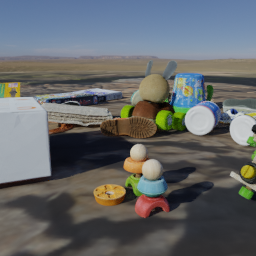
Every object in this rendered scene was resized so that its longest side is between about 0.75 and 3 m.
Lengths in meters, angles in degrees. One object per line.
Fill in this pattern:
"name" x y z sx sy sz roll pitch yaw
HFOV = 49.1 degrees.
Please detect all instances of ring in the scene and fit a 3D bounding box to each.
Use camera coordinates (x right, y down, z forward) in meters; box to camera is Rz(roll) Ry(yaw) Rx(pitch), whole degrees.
"ring" -2.863 -0.106 9.268 2.039 0.196 2.039 0 14 0

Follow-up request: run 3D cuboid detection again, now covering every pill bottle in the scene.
"pill bottle" 3.566 -0.030 7.723 1.466 0.816 0.816 -10 17 -35
"pill bottle" 2.442 -0.375 8.899 0.900 0.900 1.603 7 16 25

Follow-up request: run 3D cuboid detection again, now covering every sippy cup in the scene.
"sippy cup" 2.614 -1.539 12.049 1.691 1.579 2.154 8 17 29

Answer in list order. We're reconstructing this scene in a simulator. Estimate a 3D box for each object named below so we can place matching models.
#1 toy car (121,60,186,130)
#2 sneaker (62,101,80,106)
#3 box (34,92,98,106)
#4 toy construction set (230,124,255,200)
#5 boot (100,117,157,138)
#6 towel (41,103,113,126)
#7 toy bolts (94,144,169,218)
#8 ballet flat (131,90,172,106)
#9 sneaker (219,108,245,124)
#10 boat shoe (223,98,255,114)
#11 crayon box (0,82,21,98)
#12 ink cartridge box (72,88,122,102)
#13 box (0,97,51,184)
"toy car" 0.938 -1.091 8.931 1.729 2.104 1.660 12 8 39
"sneaker" -2.613 -0.675 10.988 1.437 0.525 0.804 -8 18 1
"box" -2.950 -1.341 13.488 2.532 0.477 1.729 -12 19 -39
"toy construction set" 2.576 0.752 4.529 1.778 1.366 1.483 30 -4 30
"boot" 0.091 -0.084 8.426 1.652 0.620 0.886 3 9 16
"towel" -1.845 -0.480 9.794 2.584 0.446 1.712 5 11 -9
"toy bolts" 0.087 0.792 4.452 1.133 0.823 1.186 -8 16 -28
"ballet flat" 1.228 -1.426 13.164 0.972 0.972 2.799 9 17 33
"sneaker" 3.557 -0.423 9.724 0.495 0.580 1.316 -8 16 -26
"boat shoe" 4.660 -0.792 11.173 1.671 0.536 0.616 4 49 23
"crayon box" -5.495 -0.949 10.359 2.928 0.755 1.841 -5 35 -17
"ink cartridge box" -1.721 -1.823 15.514 2.015 0.474 1.991 10 19 41
"box" -2.679 0.120 5.964 1.644 1.288 2.643 -6 13 -22
